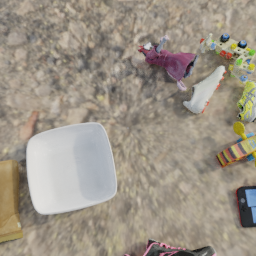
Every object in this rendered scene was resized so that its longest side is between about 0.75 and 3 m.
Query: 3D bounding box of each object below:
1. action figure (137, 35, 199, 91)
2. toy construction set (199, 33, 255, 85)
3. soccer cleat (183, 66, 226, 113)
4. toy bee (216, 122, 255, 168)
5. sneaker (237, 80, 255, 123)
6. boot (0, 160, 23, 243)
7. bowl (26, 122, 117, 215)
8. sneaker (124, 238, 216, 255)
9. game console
[{"bbox_3d":[1.265,-2.329,9.607,2.096,1.404,1.561,18,107,14],"label":"action figure"},{"bbox_3d":[3.415,-2.523,9.580,2.079,0.958,1.363,35,72,4],"label":"toy construction set"},{"bbox_3d":[2.570,-1.372,9.289,0.760,0.679,1.960,31,75,13],"label":"soccer cleat"},{"bbox_3d":[3.784,0.354,8.315,2.347,1.276,1.537,-43,73,-14],"label":"toy bee"},{"bbox_3d":[3.904,-0.926,9.162,0.569,0.562,1.490,8,68,3],"label":"sneaker"},{"bbox_3d":[-4.013,2.189,7.946,1.957,0.739,2.235,-9,70,-17],"label":"boot"},{"bbox_3d":[-1.609,1.182,8.193,2.423,0.906,2.426,-12,71,-4],"label":"bowl"},{"bbox_3d":[1.009,3.454,7.396,2.620,1.035,1.249,-16,59,-7],"label":"sneaker"},{"bbox_3d":[3.856,2.266,8.164,1.303,0.202,1.153,-3,69,-1],"label":"game console"}]
